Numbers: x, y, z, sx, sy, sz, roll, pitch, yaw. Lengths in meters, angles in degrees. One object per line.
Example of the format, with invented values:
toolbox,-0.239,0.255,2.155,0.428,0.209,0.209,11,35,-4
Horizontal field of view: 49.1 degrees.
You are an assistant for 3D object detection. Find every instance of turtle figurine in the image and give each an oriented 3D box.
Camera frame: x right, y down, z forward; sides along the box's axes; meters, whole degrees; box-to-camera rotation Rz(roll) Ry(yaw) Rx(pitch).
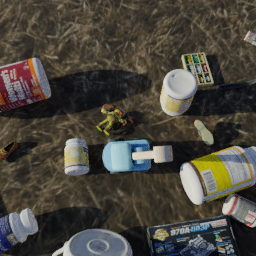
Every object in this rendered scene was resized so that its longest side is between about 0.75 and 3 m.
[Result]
turtle figurine,-0.583,-0.304,10.783,1.435,0.462,1.157,32,70,13

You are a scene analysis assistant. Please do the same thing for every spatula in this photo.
spatula,5.085,-1.913,11.567,2.893,0.297,0.818,-15,59,-5

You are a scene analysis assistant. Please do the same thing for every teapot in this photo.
teapot,-0.947,4.142,8.234,2.148,2.177,1.590,-1,104,-30

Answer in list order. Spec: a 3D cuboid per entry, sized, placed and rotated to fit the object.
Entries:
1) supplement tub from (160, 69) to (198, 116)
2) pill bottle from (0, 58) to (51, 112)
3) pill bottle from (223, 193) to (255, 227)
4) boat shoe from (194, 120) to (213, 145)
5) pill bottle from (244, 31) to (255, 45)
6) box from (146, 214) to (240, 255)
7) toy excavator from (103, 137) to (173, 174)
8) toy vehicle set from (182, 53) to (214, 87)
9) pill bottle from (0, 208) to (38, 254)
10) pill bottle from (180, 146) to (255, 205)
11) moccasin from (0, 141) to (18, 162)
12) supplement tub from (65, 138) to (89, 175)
supplement tub,1.858,-1.269,10.539,1.217,1.674,1.217,0,66,0
pill bottle,-4.604,-1.525,10.687,2.955,1.619,1.619,-18,68,-8
pill bottle,3.918,2.773,9.258,1.351,0.782,0.782,25,69,11
boat shoe,2.835,0.155,10.502,0.382,0.336,1.074,-34,94,7
pill bottle,5.598,-3.934,12.386,0.753,0.436,0.436,30,70,13
box,2.089,4.036,8.791,2.705,0.622,2.150,-9,67,-4
toy excavator,0.230,0.888,8.773,2.375,2.443,1.220,-4,87,11
toy vehicle set,2.926,-2.457,11.864,0.985,0.210,1.585,-8,67,-3
pill bottle,-3.845,3.322,8.906,1.738,1.005,1.005,-25,69,-11
pill bottle,3.226,1.502,9.451,2.650,1.448,1.448,-17,67,-8
moccasin,-4.503,0.863,10.323,0.961,0.371,0.351,-40,72,-16
supplement tub,-1.833,1.037,9.992,0.839,0.839,1.155,-5,67,-2
